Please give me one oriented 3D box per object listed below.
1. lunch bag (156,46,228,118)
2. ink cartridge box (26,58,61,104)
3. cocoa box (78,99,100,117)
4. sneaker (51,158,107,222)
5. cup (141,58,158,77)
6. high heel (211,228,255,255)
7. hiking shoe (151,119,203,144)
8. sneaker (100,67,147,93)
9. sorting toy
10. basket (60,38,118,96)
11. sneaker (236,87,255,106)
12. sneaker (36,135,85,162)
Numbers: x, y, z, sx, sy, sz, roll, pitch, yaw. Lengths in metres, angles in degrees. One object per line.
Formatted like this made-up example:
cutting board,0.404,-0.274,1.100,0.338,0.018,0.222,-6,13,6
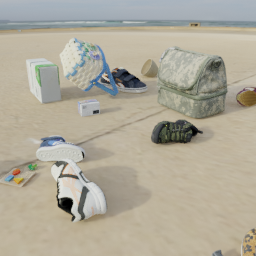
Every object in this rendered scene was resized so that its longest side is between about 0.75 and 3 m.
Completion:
lunch bag,2.613,-2.039,11.815,2.049,2.467,2.941,-13,27,-27
ink cartridge box,-4.081,-2.335,13.467,0.963,1.700,2.319,-13,28,-28
cocoa box,-1.603,-0.833,11.501,0.793,0.529,0.520,-10,26,-22
sneaker,-1.339,1.337,6.327,0.821,0.756,2.051,-19,30,-33
cup,1.427,-3.617,17.361,0.802,1.122,1.122,25,13,-27
high heel,2.221,2.191,4.584,1.404,0.501,1.001,-22,21,-9
hiking shoe,1.590,0.142,9.072,1.852,0.701,0.932,-17,26,-35
sneaker,-0.280,-2.569,14.786,2.787,1.107,1.093,13,25,24
sorting toy,-2.827,1.190,7.389,0.722,0.144,0.977,6,25,14
basket,-1.661,-2.726,12.907,2.654,1.846,2.340,24,34,-47
sneaker,5.442,-1.464,12.793,2.060,0.772,0.928,-7,18,-32
sneaker,-1.895,0.522,8.336,1.470,0.592,1.076,-2,28,8
